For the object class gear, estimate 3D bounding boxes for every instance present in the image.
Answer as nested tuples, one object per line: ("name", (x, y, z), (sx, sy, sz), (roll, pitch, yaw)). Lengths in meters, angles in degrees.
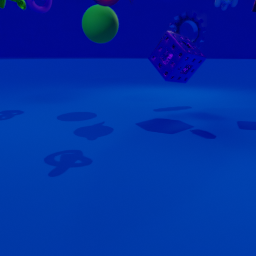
("gear", (2.256, -3.640, 10.635), (1.475, 1.475, 0.273), (-6, 10, -21))

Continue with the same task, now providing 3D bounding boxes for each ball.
("ball", (-0.936, -3.518, 9.503), (1.231, 1.231, 1.231), (0, 15, 0))

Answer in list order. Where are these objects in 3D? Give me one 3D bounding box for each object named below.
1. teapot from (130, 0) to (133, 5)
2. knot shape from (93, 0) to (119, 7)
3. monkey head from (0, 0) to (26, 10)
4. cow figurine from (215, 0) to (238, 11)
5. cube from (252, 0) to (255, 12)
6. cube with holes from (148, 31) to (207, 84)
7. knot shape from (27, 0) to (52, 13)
("teapot", (0.086, -4.146, 8.140), (1.051, 0.827, 1.690), (-12, 3, 0))
("knot shape", (-0.266, -3.230, 6.004), (1.111, 0.549, 1.187), (-48, 2, -20))
("monkey head", (-3.485, -4.148, 8.478), (0.991, 1.645, 1.183), (0, -26, -24))
("cow figurine", (2.723, -3.740, 7.717), (0.492, 0.882, 0.896), (14, 4, -24))
("cube", (4.368, -4.050, 8.527), (0.792, 0.792, 0.792), (18, -17, 16))
("cube with holes", (1.429, -2.034, 8.182), (0.991, 0.991, 0.991), (-3, 52, -44))
("knot shape", (-3.053, -4.876, 10.109), (0.716, 1.451, 1.550), (30, 14, -11))
